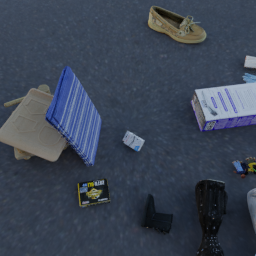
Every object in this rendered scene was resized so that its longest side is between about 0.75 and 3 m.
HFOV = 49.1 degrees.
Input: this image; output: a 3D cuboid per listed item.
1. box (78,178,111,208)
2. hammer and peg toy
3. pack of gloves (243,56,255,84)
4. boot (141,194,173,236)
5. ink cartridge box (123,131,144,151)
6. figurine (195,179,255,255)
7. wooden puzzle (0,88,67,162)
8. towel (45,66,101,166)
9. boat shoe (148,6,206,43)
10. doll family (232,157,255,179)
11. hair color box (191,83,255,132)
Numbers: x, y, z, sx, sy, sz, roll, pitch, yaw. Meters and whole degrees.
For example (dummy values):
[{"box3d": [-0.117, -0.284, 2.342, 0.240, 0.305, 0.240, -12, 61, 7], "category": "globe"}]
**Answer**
[{"box3d": [-1.125, 2.152, 9.309, 0.998, 0.246, 0.797, -8, 57, -5], "category": "box"}, {"box3d": [-3.369, -0.220, 10.390, 1.975, 0.947, 2.685, -16, 59, -8], "category": "hammer and peg toy"}, {"box3d": [5.876, -2.310, 12.147, 1.736, 0.343, 1.458, 14, 70, 12], "category": "pack of gloves"}, {"box3d": [0.954, 2.726, 8.843, 0.932, 0.421, 1.138, 11, 66, 9], "category": "boot"}, {"box3d": [0.159, 0.467, 10.229, 0.767, 0.260, 0.445, 30, 100, 18], "category": "ink cartridge box"}, {"box3d": [3.327, 3.094, 8.342, 2.697, 1.161, 2.632, 8, 66, 4], "category": "figurine"}, {"box3d": [-2.940, -0.108, 9.682, 2.109, 0.527, 2.277, 21, 57, 1], "category": "wooden puzzle"}, {"box3d": [-1.647, -0.295, 9.267, 0.354, 2.968, 2.149, -4, 55, 17], "category": "towel"}, {"box3d": [2.311, -4.898, 13.308, 2.956, 0.927, 1.083, 23, 61, 14], "category": "boat shoe"}, {"box3d": [4.138, 1.399, 9.696, 1.131, 0.444, 0.654, -14, 63, -3], "category": "doll family"}, {"box3d": [3.978, -0.829, 10.812, 2.694, 0.873, 1.473, -7, 59, -6], "category": "hair color box"}]
